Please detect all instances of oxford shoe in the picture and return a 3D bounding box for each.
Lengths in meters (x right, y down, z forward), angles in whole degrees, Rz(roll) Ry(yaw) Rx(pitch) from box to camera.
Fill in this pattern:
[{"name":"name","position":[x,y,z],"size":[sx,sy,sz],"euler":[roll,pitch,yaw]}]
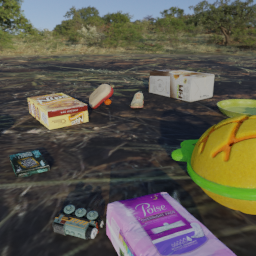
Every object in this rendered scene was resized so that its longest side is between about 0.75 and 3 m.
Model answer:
[{"name":"oxford shoe","position":[0.392,-1.212,11.999],"size":[0.542,0.566,1.532],"euler":[1,18,4]}]

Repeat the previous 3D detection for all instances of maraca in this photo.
[{"name":"maraca","position":[2.009,0.535,5.182],"size":[2.042,1.594,2.979],"euler":[-15,15,-13]}]

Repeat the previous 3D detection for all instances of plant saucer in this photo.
[{"name":"plant saucer","position":[4.638,-0.665,10.655],"size":[2.437,0.379,2.437],"euler":[0,19,0]}]

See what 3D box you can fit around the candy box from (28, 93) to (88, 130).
[{"name":"candy box","position":[-2.604,-0.685,10.194],"size":[1.418,0.680,2.457],"euler":[-13,23,-31]}]

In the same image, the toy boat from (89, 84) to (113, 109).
[{"name":"toy boat","position":[-1.021,-1.245,11.684],"size":[0.789,1.207,0.788],"euler":[30,38,-32]}]

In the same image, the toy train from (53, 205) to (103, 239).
[{"name":"toy train","position":[-0.776,1.472,4.313],"size":[0.768,0.327,0.438],"euler":[8,32,18]}]

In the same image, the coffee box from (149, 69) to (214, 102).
[{"name":"coffee box","position":[2.602,-2.222,14.104],"size":[1.669,1.164,2.919],"euler":[-14,23,-36]}]

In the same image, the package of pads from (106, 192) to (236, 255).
[{"name":"package of pads","position":[0.502,1.528,3.519],"size":[1.066,0.669,1.769],"euler":[-5,19,-23]}]

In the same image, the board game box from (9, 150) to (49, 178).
[{"name":"board game box","position":[-2.318,0.812,6.527],"size":[0.711,0.148,1.051],"euler":[-10,20,-28]}]
